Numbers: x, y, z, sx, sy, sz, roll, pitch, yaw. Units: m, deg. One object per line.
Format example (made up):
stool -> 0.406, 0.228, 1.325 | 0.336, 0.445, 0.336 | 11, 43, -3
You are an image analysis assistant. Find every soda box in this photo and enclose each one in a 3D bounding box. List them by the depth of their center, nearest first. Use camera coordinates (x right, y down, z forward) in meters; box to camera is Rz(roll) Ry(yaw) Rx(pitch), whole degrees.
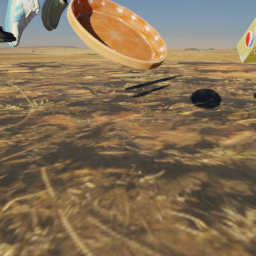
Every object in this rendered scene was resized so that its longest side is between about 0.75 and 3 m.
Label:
soda box -> 3.403, -2.374, 6.883 | 0.615, 0.581, 1.816 | -5, -23, -7

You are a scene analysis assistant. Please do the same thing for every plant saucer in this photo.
plant saucer -> -0.201, -1.981, 5.888 | 2.235, 0.361, 2.235 | 20, 40, -18

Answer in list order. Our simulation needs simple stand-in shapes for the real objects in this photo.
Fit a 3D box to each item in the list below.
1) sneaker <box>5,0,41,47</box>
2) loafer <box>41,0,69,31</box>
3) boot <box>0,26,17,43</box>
sneaker -> -3.260, -3.625, 8.737 | 0.908, 2.248, 0.860 | 9, 9, -34
loafer -> -2.478, -4.333, 9.798 | 0.648, 1.897, 0.718 | 19, 8, 22
boot -> -3.219, -2.737, 6.326 | 0.587, 1.477, 1.697 | 7, 11, 23
